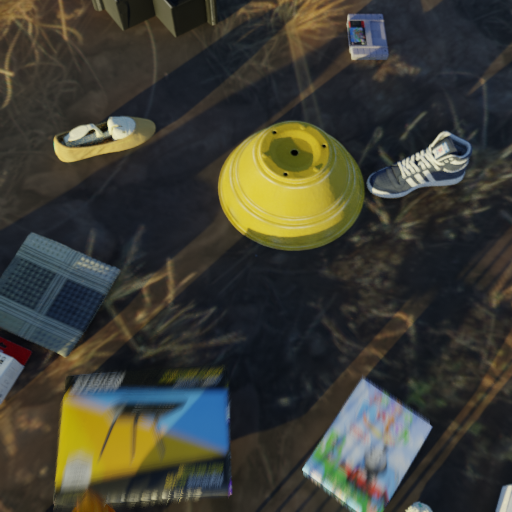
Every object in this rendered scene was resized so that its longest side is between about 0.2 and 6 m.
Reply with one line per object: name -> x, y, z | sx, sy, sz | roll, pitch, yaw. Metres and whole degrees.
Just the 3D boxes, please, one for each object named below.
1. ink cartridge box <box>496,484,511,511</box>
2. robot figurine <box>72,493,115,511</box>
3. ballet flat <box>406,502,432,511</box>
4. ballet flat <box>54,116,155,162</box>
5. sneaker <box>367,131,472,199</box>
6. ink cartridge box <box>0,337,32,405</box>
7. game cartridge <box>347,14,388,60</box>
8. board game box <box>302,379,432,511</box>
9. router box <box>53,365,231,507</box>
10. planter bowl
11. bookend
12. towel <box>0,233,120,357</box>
ink cartridge box -> 4.411, 4.265, 8.806 | 1.173, 0.494, 0.848 | 24, 66, 12
robot figurine -> -2.598, 4.958, 7.321 | 2.245, 0.901, 3.097 | 29, 67, 21
ballet flat -> 2.672, 4.681, 8.578 | 0.603, 0.603, 1.681 | -9, 65, -5
ballet flat -> -3.269, -2.606, 12.124 | 2.222, 0.700, 0.762 | -22, 66, -11
sneaker -> 3.371, -1.875, 11.497 | 2.138, 1.160, 0.749 | -11, 64, -5
ink cartridge box -> -4.908, 1.892, 9.960 | 1.310, 0.549, 1.150 | 20, 65, 11
game cartridge -> 2.726, -5.409, 13.790 | 0.910, 0.269, 1.403 | 1, 63, -4
board game box -> 1.871, 3.233, 9.411 | 1.391, 0.337, 1.839 | 33, 67, 16
router box -> -1.797, 2.950, 9.279 | 2.734, 0.698, 2.040 | -5, 63, 1
planter bowl -> 0.747, -1.767, 11.383 | 3.107, 1.294, 3.107 | 0, 63, 0
bookend -> -2.559, -6.336, 13.776 | 2.339, 1.078, 2.325 | -31, 68, -14
towel -> -3.957, 0.707, 10.732 | 2.059, 0.356, 1.982 | 23, 69, 9
